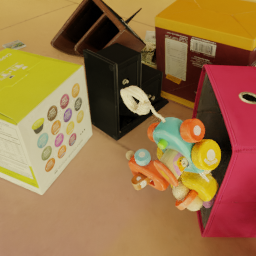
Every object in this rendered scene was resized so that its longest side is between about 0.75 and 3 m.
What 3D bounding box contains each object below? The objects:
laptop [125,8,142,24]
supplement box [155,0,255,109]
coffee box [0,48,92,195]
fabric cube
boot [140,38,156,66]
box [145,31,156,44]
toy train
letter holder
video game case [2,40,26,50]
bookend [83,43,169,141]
[{"bbox_3d":[-1.316,-4.231,11.763,2.931,1.514,2.598,21,46,15],"label":"laptop"},{"bbox_3d":[2.460,-2.075,8.277,2.745,2.783,1.848,26,56,29],"label":"supplement box"},{"bbox_3d":[-2.556,-0.270,6.875,2.354,2.328,2.350,17,45,18],"label":"coffee box"},{"bbox_3d":[2.867,0.472,5.817,2.693,2.702,2.650,2,42,1],"label":"fabric cube"},{"bbox_3d":[0.184,-2.763,10.517,2.403,0.866,1.858,-27,40,-31],"label":"boot"},{"bbox_3d":[1.158,-3.674,11.876,0.864,0.567,0.868,5,43,5],"label":"box"},{"bbox_3d":[0.526,0.698,5.098,2.212,2.945,0.819,28,64,27],"label":"toy train"},{"bbox_3d":[-0.851,-2.646,8.946,1.427,2.017,2.837,48,16,5],"label":"letter holder"},{"bbox_3d":[-4.917,-3.561,12.111,0.764,0.084,0.696,-32,52,-31],"label":"video game case"},{"bbox_3d":[0.104,-1.337,7.985,1.125,2.428,2.443,32,50,31],"label":"bookend"}]
